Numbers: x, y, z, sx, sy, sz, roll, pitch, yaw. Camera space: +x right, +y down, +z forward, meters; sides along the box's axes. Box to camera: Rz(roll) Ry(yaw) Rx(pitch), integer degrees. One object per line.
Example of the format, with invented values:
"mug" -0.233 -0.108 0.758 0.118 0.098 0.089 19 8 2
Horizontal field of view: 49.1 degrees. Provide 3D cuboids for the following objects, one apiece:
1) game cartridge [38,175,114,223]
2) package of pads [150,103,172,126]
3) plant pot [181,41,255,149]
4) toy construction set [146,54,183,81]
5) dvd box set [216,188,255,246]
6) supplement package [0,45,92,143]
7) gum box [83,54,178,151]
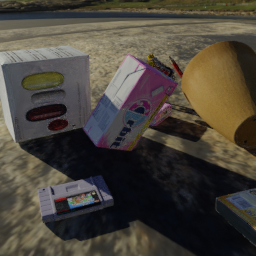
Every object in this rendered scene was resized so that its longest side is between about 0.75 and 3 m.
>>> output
"game cartridge" -1.057 1.383 5.608 1.372 0.263 0.889 -10 24 -19
"package of pads" 0.869 -0.473 9.134 0.704 0.442 1.169 16 30 29
"plant pot" 3.048 -0.749 7.929 2.478 2.478 2.659 -3 41 -5
"toy construction set" 0.890 -2.336 10.803 2.160 1.801 1.660 -24 79 -27
"dvd box set" 2.910 1.494 4.949 2.132 0.313 1.560 -9 17 -16
"supplement package" -2.507 -1.114 8.374 2.350 2.247 1.728 -15 30 -28
"gum box" 0.016 -0.468 6.827 1.286 2.267 0.750 14 26 -48
